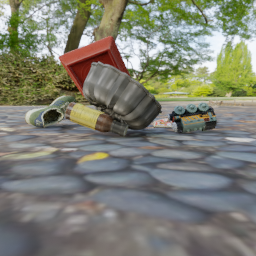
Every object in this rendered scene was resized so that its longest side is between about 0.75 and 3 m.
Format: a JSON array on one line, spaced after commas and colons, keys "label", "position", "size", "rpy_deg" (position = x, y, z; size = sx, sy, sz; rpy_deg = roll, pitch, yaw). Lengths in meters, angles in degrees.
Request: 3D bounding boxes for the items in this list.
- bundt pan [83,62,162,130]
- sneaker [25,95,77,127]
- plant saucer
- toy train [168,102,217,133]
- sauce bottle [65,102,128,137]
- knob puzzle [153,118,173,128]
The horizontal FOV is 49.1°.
[{"label": "bundt pan", "position": [-0.245, -0.639, 6.764], "size": [2.068, 0.776, 2.068], "rpy_deg": [33, -10, 6]}, {"label": "sneaker", "position": [-2.246, -0.491, 9.003], "size": [0.859, 0.642, 1.915], "rpy_deg": [18, 35, 37]}, {"label": "plant saucer", "position": [-0.835, -1.515, 7.540], "size": [1.538, 1.541, 0.283], "rpy_deg": [-18, 46, 10]}, {"label": "toy train", "position": [1.687, -0.238, 7.273], "size": [1.251, 0.713, 0.533], "rpy_deg": [-9, -33, -7]}, {"label": "sauce bottle", "position": [-0.711, -0.168, 6.444], "size": [1.454, 0.471, 0.471], "rpy_deg": [21, 9, 9]}, {"label": "knob puzzle", "position": [1.231, -0.200, 8.988], "size": [0.920, 0.128, 0.920], "rpy_deg": [-3, 19, 1]}]
